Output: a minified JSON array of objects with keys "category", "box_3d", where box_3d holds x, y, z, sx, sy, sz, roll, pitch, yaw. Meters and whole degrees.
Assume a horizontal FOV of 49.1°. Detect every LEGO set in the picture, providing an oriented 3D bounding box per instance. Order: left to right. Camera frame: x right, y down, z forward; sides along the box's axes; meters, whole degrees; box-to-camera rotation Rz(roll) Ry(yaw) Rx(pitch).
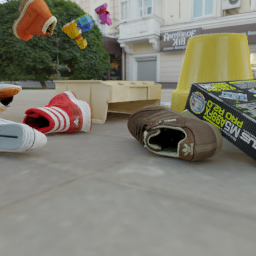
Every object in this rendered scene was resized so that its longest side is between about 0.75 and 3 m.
[{"category":"LEGO set","box_3d":[-1.242,-2.794,8.084,1.854,0.761,0.707,-4,38,43]}]

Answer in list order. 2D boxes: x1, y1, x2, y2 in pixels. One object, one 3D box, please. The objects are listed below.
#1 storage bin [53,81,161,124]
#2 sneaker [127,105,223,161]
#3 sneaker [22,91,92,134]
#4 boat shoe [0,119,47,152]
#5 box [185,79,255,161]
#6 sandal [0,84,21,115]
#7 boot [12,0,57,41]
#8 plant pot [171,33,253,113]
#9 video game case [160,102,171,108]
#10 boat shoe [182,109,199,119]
[{"category":"storage bin","box_3d":[-0.708,-1.048,10.167,2.858,1.349,2.878,9,12,40]},{"category":"sneaker","box_3d":[0.536,0.031,5.149,0.888,0.829,2.352,-7,11,-34]},{"category":"sneaker","box_3d":[-2.157,-0.470,7.627,1.553,1.053,2.688,-4,9,-31]},{"category":"boat shoe","box_3d":[-2.373,0.183,5.230,1.913,0.704,0.639,11,-7,28]},{"category":"box","box_3d":[2.696,-0.255,5.154,2.556,0.566,2.047,-8,34,-29]},{"category":"sandal","box_3d":[-4.858,-0.633,9.498,3.088,0.885,1.183,-19,-4,15]},{"category":"boot","box_3d":[-3.309,-3.593,9.980,0.873,1.248,2.328,-53,14,-30]},{"category":"plant pot","box_3d":[3.011,-1.711,9.708,2.968,2.792,2.968,0,10,0]},{"category":"video game case","box_3d":[1.744,-0.991,12.895,1.230,0.308,1.357,-2,10,-9]},{"category":"boat shoe","box_3d":[2.415,-0.375,7.053,2.233,0.817,0.700,-2,24,41]}]
